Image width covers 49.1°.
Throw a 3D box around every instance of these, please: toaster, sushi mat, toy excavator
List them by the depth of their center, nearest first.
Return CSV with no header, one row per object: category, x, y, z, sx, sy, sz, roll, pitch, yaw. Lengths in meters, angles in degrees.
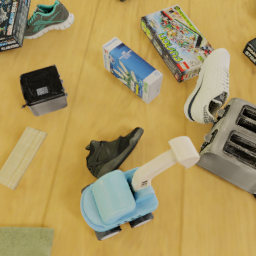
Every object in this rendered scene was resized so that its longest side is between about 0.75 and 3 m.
toy excavator,0.151,1.356,6.327,2.645,2.720,1.359,-19,66,-9
sushi mat,-2.829,0.747,7.449,0.814,0.103,1.702,12,66,31
toaster,3.152,0.529,7.546,2.171,1.288,1.963,29,68,13
toaster,-2.625,-1.135,8.642,1.385,0.822,1.252,-19,65,-9

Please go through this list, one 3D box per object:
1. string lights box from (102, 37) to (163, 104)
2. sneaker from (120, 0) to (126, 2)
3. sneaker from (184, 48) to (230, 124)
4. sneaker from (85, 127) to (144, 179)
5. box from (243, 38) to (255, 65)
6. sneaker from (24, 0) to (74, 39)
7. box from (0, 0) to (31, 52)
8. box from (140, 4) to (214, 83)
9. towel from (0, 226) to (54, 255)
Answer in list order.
string lights box,0.114,-1.819,8.847,0.608,1.060,2.062,-41,70,-18
sneaker,-0.303,-5.866,11.110,1.054,0.703,1.840,-33,71,-17
sneaker,2.602,-1.238,8.277,0.938,0.988,2.456,27,81,-33
sneaker,-0.446,0.490,7.867,1.114,0.743,1.945,41,76,11
box,5.283,-2.341,9.418,1.746,0.505,2.197,-28,67,-13
sneaker,-3.035,-3.854,9.767,2.164,0.987,0.840,-15,61,10
box,-4.491,-3.701,9.853,1.842,0.533,2.317,-9,63,12
box,1.758,-3.005,9.762,1.562,0.493,2.839,-24,66,-11
towel,-2.609,3.004,6.869,1.545,0.282,1.146,-2,62,0
